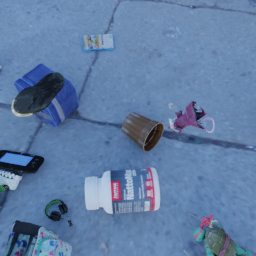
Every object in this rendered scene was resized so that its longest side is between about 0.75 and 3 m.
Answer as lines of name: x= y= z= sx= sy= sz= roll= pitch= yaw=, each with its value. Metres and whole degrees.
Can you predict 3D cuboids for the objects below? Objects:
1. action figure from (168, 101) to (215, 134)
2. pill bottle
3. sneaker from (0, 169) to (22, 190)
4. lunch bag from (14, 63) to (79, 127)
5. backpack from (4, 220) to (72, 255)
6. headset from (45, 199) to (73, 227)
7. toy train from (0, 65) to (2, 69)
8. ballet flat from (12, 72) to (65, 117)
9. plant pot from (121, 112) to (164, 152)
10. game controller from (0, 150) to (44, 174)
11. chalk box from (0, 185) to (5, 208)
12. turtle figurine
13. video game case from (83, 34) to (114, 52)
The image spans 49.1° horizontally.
action figure: x=1.557 y=-0.228 z=7.507 sx=0.940 sy=1.262 sz=0.845 roll=22 pitch=64 yaw=-22
pill bottle: x=-0.196 y=2.031 z=9.022 sx=2.281 sy=1.364 sz=1.364 roll=-4 pitch=57 yaw=-3
sneaker: x=-4.431 y=1.742 z=9.732 sx=1.465 sy=0.550 sz=0.594 roll=12 pitch=81 yaw=16
lunch bag: x=-3.319 y=-1.268 z=11.013 sx=2.409 sy=1.637 sz=1.594 roll=32 pitch=61 yaw=23
backpack: x=-2.551 y=3.857 z=7.458 sx=1.690 sy=1.992 sz=2.244 roll=10 pitch=61 yaw=12
headset: x=-2.221 y=2.807 z=9.167 sx=1.085 sy=0.510 sz=0.670 roll=25 pitch=56 yaw=33
toy train: x=-6.422 y=-2.762 z=12.670 sx=1.360 sy=0.590 sz=0.777 roll=16 pitch=64 yaw=10
ballet flat: x=-2.646 y=-0.959 z=8.431 sx=0.806 sy=0.689 sz=2.425 roll=45 pitch=35 yaw=-11
plant pot: x=0.504 y=0.067 z=10.485 sx=1.224 sy=1.237 sz=1.237 roll=32 pitch=62 yaw=28
game controller: x=-4.000 y=1.181 z=10.023 sx=1.867 sy=0.393 sz=0.974 roll=10 pitch=35 yaw=5
chalk box: x=-4.879 y=2.267 z=9.074 sx=1.641 sy=1.024 sz=1.017 roll=-29 pitch=62 yaw=-19
turtle figurine: x=2.636 y=3.552 z=8.204 sx=2.346 sy=1.181 sz=1.756 roll=32 pitch=62 yaw=13
video game case: x=-1.484 y=-4.231 z=13.891 sx=1.524 sy=0.136 sz=1.090 roll=-4 pitch=57 yaw=-3
